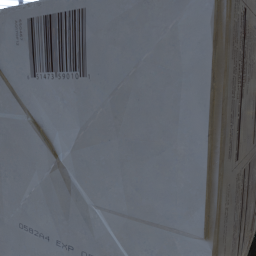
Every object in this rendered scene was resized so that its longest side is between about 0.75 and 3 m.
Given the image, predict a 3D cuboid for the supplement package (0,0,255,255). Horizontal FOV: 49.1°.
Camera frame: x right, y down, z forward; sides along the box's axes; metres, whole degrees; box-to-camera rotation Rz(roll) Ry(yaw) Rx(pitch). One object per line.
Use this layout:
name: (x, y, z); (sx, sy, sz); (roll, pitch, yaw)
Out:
supplement package: (0.295, 0.006, 3.025); (2.137, 2.121, 2.816); (6, 12, 32)
